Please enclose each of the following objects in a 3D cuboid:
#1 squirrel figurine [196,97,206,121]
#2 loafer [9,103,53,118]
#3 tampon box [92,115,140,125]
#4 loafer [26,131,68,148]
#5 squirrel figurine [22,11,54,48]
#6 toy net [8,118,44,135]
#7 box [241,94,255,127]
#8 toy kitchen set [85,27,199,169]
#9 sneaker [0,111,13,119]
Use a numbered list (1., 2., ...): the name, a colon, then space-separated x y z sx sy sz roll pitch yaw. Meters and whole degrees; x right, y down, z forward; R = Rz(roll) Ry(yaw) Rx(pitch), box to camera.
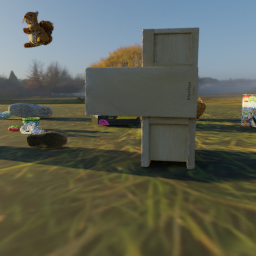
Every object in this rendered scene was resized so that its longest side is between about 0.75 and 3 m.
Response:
1. squirrel figurine: 2.666 -0.854 13.284 1.925 1.363 1.797 -18 23 -22
2. loafer: -5.103 -0.881 14.655 2.249 0.786 0.785 6 0 -38
3. tampon box: -0.557 -0.859 11.296 1.629 1.372 2.173 -1 6 -12
4. loafer: -1.713 0.227 6.030 0.926 0.352 0.312 1 11 11
5. squirrel figurine: -2.683 -2.948 8.318 0.706 0.931 0.997 -12 9 34
6. toy net: -3.195 -0.078 8.768 1.010 0.372 1.926 -3 7 -24
7. box: 4.777 -0.571 9.546 0.376 1.191 2.163 -1 6 -18
8. toy kitchen set: 0.317 -0.507 4.926 1.648 2.020 1.822 2 7 10
9. sneaker: -6.266 -0.596 13.972 0.996 0.368 0.408 -9 18 -15
